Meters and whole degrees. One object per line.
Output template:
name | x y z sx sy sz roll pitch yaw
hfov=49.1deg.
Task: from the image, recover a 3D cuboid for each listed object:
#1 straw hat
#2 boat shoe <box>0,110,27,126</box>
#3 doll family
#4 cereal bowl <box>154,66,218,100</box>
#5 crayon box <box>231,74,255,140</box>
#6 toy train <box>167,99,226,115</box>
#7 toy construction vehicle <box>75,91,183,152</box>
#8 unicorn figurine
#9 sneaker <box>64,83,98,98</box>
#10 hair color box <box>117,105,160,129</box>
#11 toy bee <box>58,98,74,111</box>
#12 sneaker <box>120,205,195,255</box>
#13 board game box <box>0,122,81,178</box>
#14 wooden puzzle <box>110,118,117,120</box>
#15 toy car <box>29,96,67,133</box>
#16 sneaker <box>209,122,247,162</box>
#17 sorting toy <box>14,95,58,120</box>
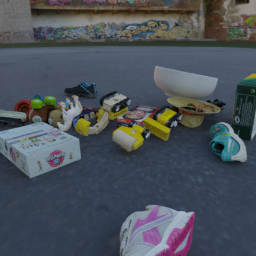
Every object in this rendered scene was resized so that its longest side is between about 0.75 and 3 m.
straw hat | 2.265 -0.459 9.979 1.914 0.810 1.914 8 21 -3
boat shoe | -4.442 -0.351 9.982 1.616 0.503 0.603 7 19 -2
doll family | -1.358 -0.465 10.171 1.848 0.725 1.068 -11 29 -20
cereal bowl | 2.238 -1.742 11.324 2.556 1.065 2.556 10 13 -2
crayon box | 4.332 -0.860 9.694 0.718 1.750 2.783 13 24 32
toy train | 2.614 -0.672 10.874 2.663 0.610 0.454 -9 25 -16
toy construction vehicle | 0.071 -0.095 8.901 2.428 0.982 2.789 28 36 20
unicorn figurine | -1.850 -0.446 8.707 0.477 0.888 1.292 7 32 46
sneaker | -2.377 -1.964 14.133 1.810 0.741 0.663 5 21 15
hair color box | 0.413 -0.311 9.933 0.917 0.553 1.806 10 23 23
toy bee | -2.538 -0.916 11.901 0.831 0.452 0.544 -24 29 6
sneaker | 0.222 1.775 4.071 0.909 0.838 2.060 11 15 31
board game box | -2.477 0.491 7.657 1.484 0.647 2.012 -18 26 -39
wooden puzzle | -0.542 -0.569 10.962 0.664 0.079 1.119 -13 37 -18
toy car | -2.512 -0.283 9.330 1.324 1.088 1.045 27 31 28
sneaker | 2.672 0.371 7.957 0.751 0.731 1.887 -9 21 0
sorting toy | -3.444 -0.680 10.747 1.717 1.032 0.705 8 -14 2
